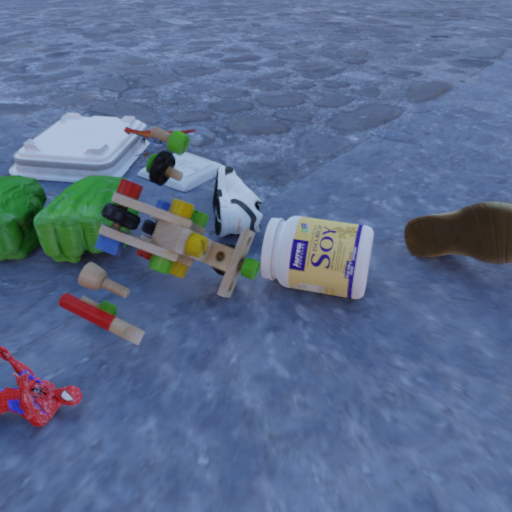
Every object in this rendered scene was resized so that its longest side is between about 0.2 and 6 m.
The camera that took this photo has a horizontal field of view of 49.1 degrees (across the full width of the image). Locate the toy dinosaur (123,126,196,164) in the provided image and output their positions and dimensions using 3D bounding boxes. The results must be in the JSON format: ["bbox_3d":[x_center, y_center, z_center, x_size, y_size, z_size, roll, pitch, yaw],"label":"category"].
[{"bbox_3d":[-2.435,-2.912,13.383,1.309,1.443,0.757,30,16,-49],"label":"toy dinosaur"}]

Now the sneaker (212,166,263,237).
[{"bbox_3d":[-0.383,-1.046,10.876,0.884,0.815,2.210,2,37,-9],"label":"sneaker"}]

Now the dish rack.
[{"bbox_3d":[-4.157,-2.743,13.549,2.704,0.686,3.151,5,32,8],"label":"dish rack"}]

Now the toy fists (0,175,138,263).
[{"bbox_3d":[-3.770,-0.620,9.867,3.391,1.166,1.729,2,26,4],"label":"toy fists"}]

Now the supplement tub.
[{"bbox_3d":[0.971,-0.004,8.845,1.611,1.171,1.171,9,34,12],"label":"supplement tub"}]

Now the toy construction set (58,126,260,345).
[{"bbox_3d":[-1.167,0.095,8.249,2.149,2.332,2.797,26,64,8],"label":"toy construction set"}]

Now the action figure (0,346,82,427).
[{"bbox_3d":[-3.246,1.541,6.617,2.248,1.112,0.733,-1,33,-6],"label":"action figure"}]

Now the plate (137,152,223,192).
[{"bbox_3d":[-1.678,-1.996,12.768,1.506,0.243,1.502,22,38,29],"label":"plate"}]

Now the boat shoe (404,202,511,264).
[{"bbox_3d":[3.634,-0.412,9.065,0.850,0.939,2.634,-8,7,-31],"label":"boat shoe"}]
